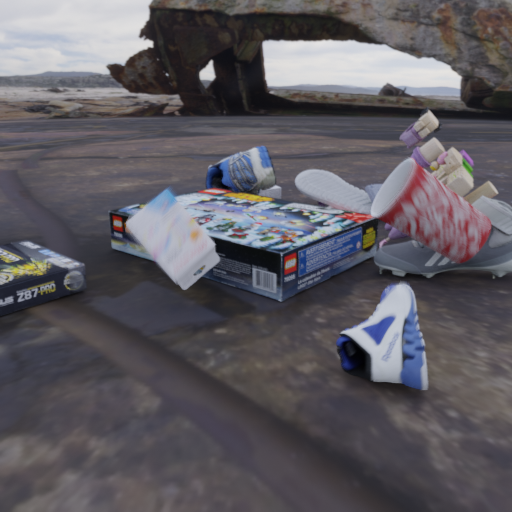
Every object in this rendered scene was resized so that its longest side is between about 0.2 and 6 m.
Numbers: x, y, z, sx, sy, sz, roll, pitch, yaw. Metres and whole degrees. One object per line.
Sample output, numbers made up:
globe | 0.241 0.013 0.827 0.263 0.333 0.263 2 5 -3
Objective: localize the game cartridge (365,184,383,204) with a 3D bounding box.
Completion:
game cartridge | 3.304 -1.335 13.747 1.361 0.275 0.908 -6 62 -41

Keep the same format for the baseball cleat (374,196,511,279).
baseball cleat | 3.418 -0.341 9.661 2.706 1.440 0.944 -1 22 3

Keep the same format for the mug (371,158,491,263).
mug | 2.812 -0.772 8.863 1.586 1.058 1.408 32 50 -7

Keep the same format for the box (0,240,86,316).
box | -4.035 0.315 9.140 2.067 0.507 1.666 17 23 41

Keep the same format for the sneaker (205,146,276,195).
sneaker | -0.645 -1.939 13.974 1.424 1.288 3.342 -14 -3 -14

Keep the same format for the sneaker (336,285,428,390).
sneaker | 1.442 0.926 6.688 0.968 0.677 1.675 -3 27 8

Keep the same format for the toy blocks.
toy blocks | 3.469 -1.289 11.755 2.123 2.522 2.357 -38 7 31

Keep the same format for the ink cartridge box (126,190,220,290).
ink cartridge box | -1.234 -0.208 8.651 0.830 1.291 0.809 -41 -4 -9

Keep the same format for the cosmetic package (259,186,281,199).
cosmetic package | -0.049 -1.833 15.864 0.775 0.475 1.877 -8 19 -23

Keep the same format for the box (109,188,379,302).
box | -0.302 -0.460 10.933 4.417 0.881 3.024 14 23 38

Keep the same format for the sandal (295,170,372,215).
sandal | 2.047 -1.461 14.557 1.134 0.685 2.786 -28 43 -28
